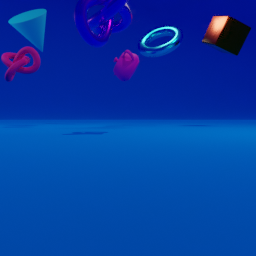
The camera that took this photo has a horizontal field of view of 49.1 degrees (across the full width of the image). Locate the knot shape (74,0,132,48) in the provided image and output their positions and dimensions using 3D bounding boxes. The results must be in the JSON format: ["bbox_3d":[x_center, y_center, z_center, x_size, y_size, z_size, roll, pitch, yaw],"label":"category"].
[{"bbox_3d":[-0.336,-1.852,4.612,0.572,1.238,1.159,39,-1,5],"label":"knot shape"}]

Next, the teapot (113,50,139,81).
[{"bbox_3d":[-0.138,-2.218,10.043,0.824,1.047,1.683,31,-26,-1],"label":"teapot"}]

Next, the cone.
[{"bbox_3d":[-3.361,-3.386,10.145,1.353,1.358,1.353,-9,38,7],"label":"cone"}]

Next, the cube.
[{"bbox_3d":[3.568,-3.387,10.238,1.053,1.053,1.053,17,16,-21],"label":"cube"}]

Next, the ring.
[{"bbox_3d":[1.317,-3.551,11.488,1.908,1.908,0.382,1,-42,28],"label":"ring"}]

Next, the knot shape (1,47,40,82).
[{"bbox_3d":[-3.384,-2.027,8.621,1.175,1.256,0.580,43,-13,37],"label":"knot shape"}]
